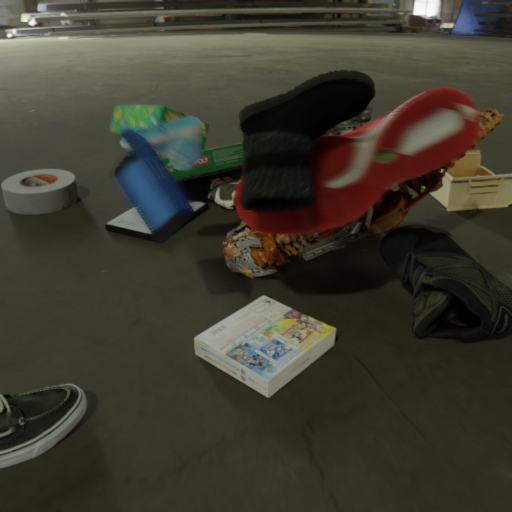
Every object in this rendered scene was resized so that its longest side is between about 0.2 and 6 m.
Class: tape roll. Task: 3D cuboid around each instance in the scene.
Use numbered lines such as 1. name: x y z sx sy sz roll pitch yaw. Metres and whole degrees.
1. tape roll: -5.315 -1.603 13.825 1.715 0.567 1.715 1 28 0

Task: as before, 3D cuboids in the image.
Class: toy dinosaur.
1. toy dinosaur: 1.940 -1.244 10.852 5.402 2.759 3.667 -7 29 0

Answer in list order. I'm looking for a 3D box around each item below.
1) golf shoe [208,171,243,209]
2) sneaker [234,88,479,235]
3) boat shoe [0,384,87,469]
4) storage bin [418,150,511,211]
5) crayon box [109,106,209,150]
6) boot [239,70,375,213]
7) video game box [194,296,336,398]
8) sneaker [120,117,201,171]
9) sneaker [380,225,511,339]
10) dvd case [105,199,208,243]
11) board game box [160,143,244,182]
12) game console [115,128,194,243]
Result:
1. golf shoe: -0.204 -1.657 13.938 2.020 0.780 0.890 -26 53 -30
2. sneaker: 1.473 -1.272 8.642 3.545 1.389 2.048 -18 1 7
3. boat shoe: -3.187 2.042 6.709 2.347 0.832 0.846 -21 35 -34
4. storage bin: 5.310 -1.938 14.122 1.870 0.883 1.884 -5 28 -8
5. crayon box: -2.305 -3.016 13.127 1.305 0.640 2.197 11 4 -44
6. boot: 0.666 -1.405 7.197 1.948 0.733 1.456 -16 64 24
7. video game box: 0.152 1.311 8.570 1.492 0.383 1.638 20 34 37
8. sneaker: -1.555 -1.783 9.591 1.387 0.906 0.552 -16 39 -11
9. sneaker: 2.902 0.384 9.468 1.736 1.159 3.031 -9 34 -30
10. dvd case: -2.244 -0.919 12.954 1.487 0.183 2.085 12 30 22
11. board game box: -1.106 -2.408 14.361 3.839 0.559 2.584 -17 10 -29
12. game console: -1.522 -0.902 7.588 0.783 1.324 1.130 -35 -6 7
